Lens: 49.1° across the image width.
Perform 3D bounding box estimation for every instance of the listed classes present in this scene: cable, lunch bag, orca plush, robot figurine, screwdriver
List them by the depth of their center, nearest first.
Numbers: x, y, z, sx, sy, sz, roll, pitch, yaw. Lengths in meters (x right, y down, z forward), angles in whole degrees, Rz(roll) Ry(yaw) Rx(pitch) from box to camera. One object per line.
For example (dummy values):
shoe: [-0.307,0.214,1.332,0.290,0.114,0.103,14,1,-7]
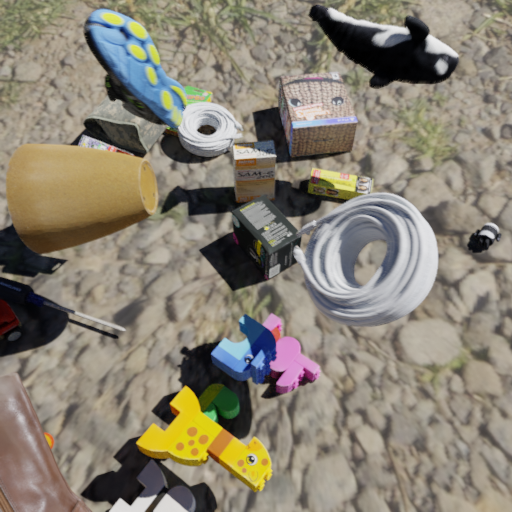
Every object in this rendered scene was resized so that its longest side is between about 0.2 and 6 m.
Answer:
cable: [1.536,0.074,7.771,1.927,0.667,1.928,-33,51,27]
orca plush: [2.201,-3.539,9.916,2.840,1.494,1.010,20,78,-23]
screwdriver: [-3.757,0.959,10.386,2.920,0.407,0.425,19,28,16]
robot figurine: [4.723,-0.411,11.433,0.419,0.348,0.557,37,60,0]
lunch bag: [-2.978,-3.255,13.010,1.695,0.996,1.390,16,59,22]
cable: [-1.145,-2.950,13.021,1.386,0.480,1.386,-25,68,-17]

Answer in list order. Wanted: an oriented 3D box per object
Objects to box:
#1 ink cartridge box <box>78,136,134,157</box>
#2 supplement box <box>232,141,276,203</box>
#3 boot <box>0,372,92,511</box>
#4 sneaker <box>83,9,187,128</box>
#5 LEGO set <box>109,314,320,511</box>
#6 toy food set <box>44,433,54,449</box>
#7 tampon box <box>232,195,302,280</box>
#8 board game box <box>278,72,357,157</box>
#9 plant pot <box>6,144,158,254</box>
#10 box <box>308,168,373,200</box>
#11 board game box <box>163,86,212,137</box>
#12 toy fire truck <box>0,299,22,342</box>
ink cartridge box: [-2.522,-1.744,9.564,0.911,0.497,0.229,21,88,-2]
supplement box: [-0.044,-1.744,11.755,0.853,1.354,0.498,-5,55,-3]
boot: [-3.758,3.519,6.993,3.175,1.094,3.407,-34,105,-33]
sneaker: [-2.220,-3.089,9.843,1.270,3.066,1.087,6,80,13]
LEGO set: [-0.294,2.612,8.512,1.742,1.619,4.245,31,61,20]
toy food set: [-4.529,3.639,8.251,1.464,1.380,3.067,36,79,8]
tampon box: [0.185,-0.368,11.023,0.794,0.942,1.257,-30,60,-20]
board game box: [1.393,-3.345,13.167,1.484,0.901,1.861,-7,54,-5]
plant pot: [-2.511,-0.968,8.597,1.831,1.707,1.707,-6,54,8]
box: [1.837,-1.532,12.225,1.349,0.338,0.508,11,55,8]
board game box: [-1.745,-3.558,13.731,0.758,0.238,1.586,20,61,16]
toy fire truck: [-4.930,1.086,9.735,1.192,1.355,0.871,-33,62,-21]
